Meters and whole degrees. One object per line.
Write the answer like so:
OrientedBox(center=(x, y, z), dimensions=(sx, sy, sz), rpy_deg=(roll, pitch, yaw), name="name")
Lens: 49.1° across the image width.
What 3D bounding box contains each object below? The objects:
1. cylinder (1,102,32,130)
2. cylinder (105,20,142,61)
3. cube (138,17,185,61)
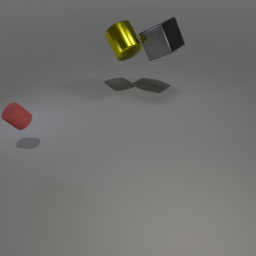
OrientedBox(center=(-3.721, -0.393, 9.401), dimensions=(0.700, 0.700, 0.700), rpy_deg=(-17, 51, 22), name="cylinder")
OrientedBox(center=(-0.215, -4.254, 13.730), dimensions=(1.400, 1.400, 1.400), rpy_deg=(-22, 81, -32), name="cylinder")
OrientedBox(center=(1.627, -4.253, 13.448), dimensions=(1.400, 1.400, 1.400), rpy_deg=(-10, 22, 44), name="cube")
